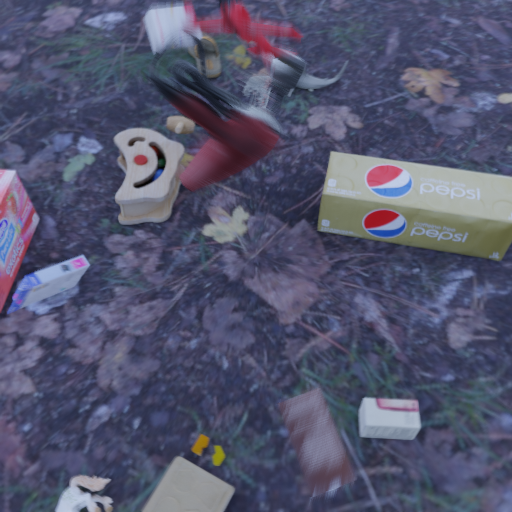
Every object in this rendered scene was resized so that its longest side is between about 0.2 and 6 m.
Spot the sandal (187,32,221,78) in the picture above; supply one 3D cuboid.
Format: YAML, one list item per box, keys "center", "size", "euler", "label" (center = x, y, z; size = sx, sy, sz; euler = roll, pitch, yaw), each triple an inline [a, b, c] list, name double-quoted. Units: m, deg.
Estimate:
- center: [-1.474, -5.869, 16.000]
  size: [0.837, 0.563, 2.084]
  euler: [-12, 54, -9]
  label: "sandal"

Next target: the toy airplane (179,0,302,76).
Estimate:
- center: [-0.067, -4.581, 11.665]
  size: [2.844, 2.844, 0.523]
  euler: [17, 86, 13]
  label: "toy airplane"

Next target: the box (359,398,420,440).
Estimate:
- center: [2.250, 2.772, 9.519]
  size: [0.916, 0.585, 0.499]
  euler: [3, 53, 2]
  label: "box"

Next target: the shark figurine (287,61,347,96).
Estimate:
- center: [1.463, -4.908, 15.173]
  size: [1.911, 0.797, 1.142]
  euler: [7, 55, 7]
  label: "shark figurine"

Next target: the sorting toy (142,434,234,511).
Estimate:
- center: [-0.966, 3.757, 9.046]
  size: [1.157, 0.208, 1.553]
  euler: [21, 56, 20]
  label: "sorting toy"

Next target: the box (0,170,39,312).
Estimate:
- center: [-5.691, -0.105, 11.042]
  size: [1.481, 1.605, 3.128]
  euler: [4, 54, 3]
  label: "box"

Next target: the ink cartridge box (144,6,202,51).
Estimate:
- center: [-1.972, -5.389, 13.273]
  size: [1.129, 0.483, 0.833]
  euler: [-19, 97, -27]
  label: "ink cartridge box"

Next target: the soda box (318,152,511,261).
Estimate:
- center: [3.408, -1.071, 11.966]
  size: [3.986, 1.276, 1.350]
  euler: [9, 53, 8]
  label: "soda box"

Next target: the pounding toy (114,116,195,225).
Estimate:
- center: [-2.504, -2.264, 12.604]
  size: [1.666, 1.671, 2.913]
  euler: [11, 54, 3]
  label: "pounding toy"

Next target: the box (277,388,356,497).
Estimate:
- center: [0.801, 2.469, 7.498]
  size: [0.624, 0.467, 1.246]
  euler: [-21, 72, 0]
  label: "box"

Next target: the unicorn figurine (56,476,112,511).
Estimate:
- center: [-2.957, 4.130, 8.578]
  size: [1.107, 0.595, 1.612]
  euler: [10, 39, 19]
  label: "unicorn figurine"

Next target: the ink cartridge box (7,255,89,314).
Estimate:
- center: [-3.122, 0.413, 8.327]
  size: [0.248, 0.704, 1.180]
  euler: [53, 42, 6]
  label: "ink cartridge box"

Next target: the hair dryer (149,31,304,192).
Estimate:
- center: [-0.752, -2.475, 10.129]
  size: [2.534, 3.327, 0.904]
  euler: [3, 48, -16]
  label: "hair dryer"
